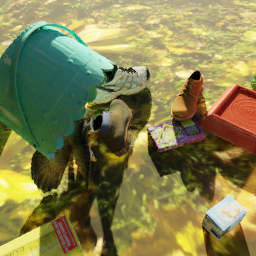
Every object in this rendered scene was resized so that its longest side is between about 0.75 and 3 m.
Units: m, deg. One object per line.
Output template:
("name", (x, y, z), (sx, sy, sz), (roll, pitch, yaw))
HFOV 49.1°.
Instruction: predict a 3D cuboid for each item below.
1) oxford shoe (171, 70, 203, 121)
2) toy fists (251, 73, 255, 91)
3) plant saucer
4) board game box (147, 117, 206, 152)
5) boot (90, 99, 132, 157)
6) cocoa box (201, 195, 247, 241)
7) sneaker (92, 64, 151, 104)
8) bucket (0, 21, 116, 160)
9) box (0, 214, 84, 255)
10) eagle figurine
("oxford shoe", (2.188, -1.257, 10.375), (0.934, 0.933, 2.619), (11, 45, 20))
("toy fists", (5.363, -1.899, 11.427), (0.584, 0.394, 1.146), (23, 57, 17))
("plant saucer", (4.380, -0.433, 9.948), (2.845, 0.523, 2.850), (30, 52, 26))
("board game box", (1.632, 0.183, 9.544), (1.731, 0.280, 1.039), (-14, 43, -13))
("boot", (-0.501, -0.328, 8.359), (0.861, 1.117, 2.304), (-32, 39, 21))
("cocoa box", (2.469, 2.310, 7.210), (0.924, 0.606, 0.616), (-27, 52, -24))
("sneaker", (-0.256, -1.968, 10.901), (2.944, 1.290, 1.113), (-28, 50, -27))
("bucket", (-1.809, -0.925, 6.674), (1.901, 2.921, 2.921), (33, 49, -7))
("box", (-2.436, 3.109, 6.382), (2.696, 0.676, 1.015), (-22, 50, -20))
("eagle figurine", (-1.601, 0.541, 8.286), (1.912, 1.922, 2.533), (27, 43, -2))
